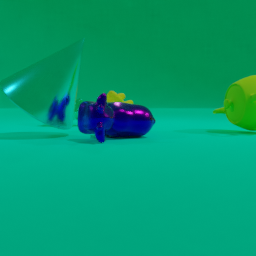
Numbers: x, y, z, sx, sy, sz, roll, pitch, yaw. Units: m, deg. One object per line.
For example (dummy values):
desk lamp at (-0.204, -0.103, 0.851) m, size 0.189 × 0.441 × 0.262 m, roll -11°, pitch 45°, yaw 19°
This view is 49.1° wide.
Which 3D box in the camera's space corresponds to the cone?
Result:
cone at (-1.340, -1.103, 5.558) m, size 1.626 × 1.632 × 1.626 m, roll 37°, pitch 11°, yaw -8°

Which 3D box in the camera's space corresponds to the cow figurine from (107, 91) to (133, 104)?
cow figurine at (-0.462, -0.613, 8.977) m, size 0.754 × 1.374 × 1.352 m, roll 41°, pitch 46°, yaw 18°

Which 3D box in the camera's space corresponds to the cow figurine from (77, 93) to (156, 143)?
cow figurine at (-0.168, -0.158, 5.150) m, size 1.499 × 0.823 × 1.475 m, roll 3°, pitch 1°, yaw -11°

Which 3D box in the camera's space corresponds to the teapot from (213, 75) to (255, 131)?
teapot at (2.675, -0.548, 6.453) m, size 0.999 × 1.269 × 2.040 m, roll -2°, pitch -7°, yaw -9°

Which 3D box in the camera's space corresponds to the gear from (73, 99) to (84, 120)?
gear at (-1.986, -0.528, 8.815) m, size 1.419 × 0.263 × 1.419 m, roll -8°, pitch 28°, yaw 4°
